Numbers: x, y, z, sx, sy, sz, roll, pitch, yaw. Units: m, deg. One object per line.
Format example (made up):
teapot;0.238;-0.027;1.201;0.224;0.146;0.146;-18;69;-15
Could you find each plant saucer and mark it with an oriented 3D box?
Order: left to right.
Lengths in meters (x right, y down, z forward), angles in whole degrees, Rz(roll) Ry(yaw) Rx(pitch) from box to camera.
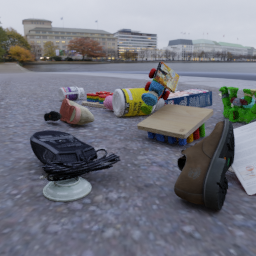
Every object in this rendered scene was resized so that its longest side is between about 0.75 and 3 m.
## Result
plant saucer;-1.388;1.301;6.398;1.091;0.274;1.091;0;14;0

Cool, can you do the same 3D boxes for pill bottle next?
pill bottle;-3.806;-2.336;18.952;1.589;0.885;0.885;-10;18;-35
pill bottle;0.547;-1.339;14.244;2.463;1.371;1.371;-6;16;-22

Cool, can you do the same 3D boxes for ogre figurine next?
ogre figurine;5.148;-1.063;12.857;2.586;1.550;1.269;16;17;42

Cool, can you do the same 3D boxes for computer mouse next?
computer mouse;-1.740;0.768;7.468;1.984;0.755;2.866;-6;18;-37

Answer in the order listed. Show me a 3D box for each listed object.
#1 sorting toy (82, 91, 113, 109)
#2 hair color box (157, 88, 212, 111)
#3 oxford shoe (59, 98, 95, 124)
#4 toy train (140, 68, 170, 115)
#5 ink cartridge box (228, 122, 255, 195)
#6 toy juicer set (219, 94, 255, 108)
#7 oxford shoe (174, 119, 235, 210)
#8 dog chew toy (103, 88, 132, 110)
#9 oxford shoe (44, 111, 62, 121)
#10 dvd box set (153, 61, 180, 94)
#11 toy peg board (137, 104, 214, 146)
sorting toy;-1.429;-1.796;17.233;2.040;0.714;2.052;11;18;35
hair color box;3.018;-1.508;15.372;2.887;0.874;1.444;-12;17;-20
oxford shoe;-2.448;-0.665;12.943;1.053;1.010;2.852;13;11;-31
toy train;0.988;-1.145;11.613;1.084;2.561;1.482;28;63;6
ink cartridge box;3.524;0.734;7.206;1.924;0.599;2.392;-20;34;7
toy juicer set;6.275;-1.062;14.720;2.855;0.777;1.816;6;33;8
oxford shoe;1.846;0.599;6.665;1.249;1.075;2.959;2;28;31
dog chew toy;-0.365;-1.493;15.381;1.963;1.222;1.222;-11;16;-7
oxford shoe;-3.219;-0.536;12.436;0.538;0.463;1.275;-5;5;-41
dvd box set;1.466;-1.880;10.435;1.058;0.774;0.156;33;-25;-27
toy peg board;1.795;0.038;10.350;2.035;0.995;2.027;12;34;41
